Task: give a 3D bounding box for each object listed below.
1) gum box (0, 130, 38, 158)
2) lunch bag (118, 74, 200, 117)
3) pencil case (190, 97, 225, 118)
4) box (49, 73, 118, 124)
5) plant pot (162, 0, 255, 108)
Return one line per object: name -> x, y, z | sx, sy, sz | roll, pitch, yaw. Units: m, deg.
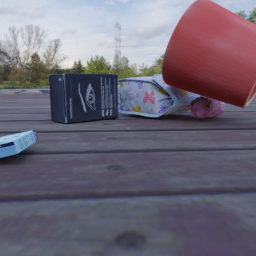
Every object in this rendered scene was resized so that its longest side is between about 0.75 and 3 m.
gum box -> -2.270, 0.327, 5.068 | 0.941, 0.247, 1.108 | -13, 10, 1
lunch bag -> 1.242, -1.277, 10.861 | 2.625, 1.669, 2.226 | 13, 17, 38
pencil case -> 2.925, -0.780, 10.234 | 0.798, 0.798, 1.824 | 7, 8, 36
box -> -1.516, -1.091, 9.816 | 2.193, 1.623, 1.144 | -7, 11, -39
plant pot -> 2.921, -2.119, 8.686 | 2.647, 2.991, 2.991 | 32, 23, 22
